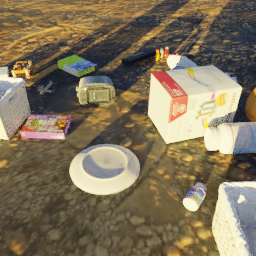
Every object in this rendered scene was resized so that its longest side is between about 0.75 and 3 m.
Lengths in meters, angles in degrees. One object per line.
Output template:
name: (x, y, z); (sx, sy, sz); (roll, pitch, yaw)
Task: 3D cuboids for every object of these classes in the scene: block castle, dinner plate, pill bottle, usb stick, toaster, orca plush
block castle: (-5.238, -2.862, 14.072); (0.878, 0.616, 1.314); (-8, 36, -4)
dinner plate: (-0.740, 1.183, 9.022); (2.265, 0.274, 2.265); (1, 38, -1)
pill bottle: (3.644, 0.342, 9.454); (1.917, 1.042, 1.042); (-2, 37, -1)
pill bottle: (1.908, 1.909, 7.891); (0.439, 0.439, 0.784); (22, 43, 27)
usb stick: (0.654, -4.002, 15.743); (2.335, 0.381, 0.647); (-28, 46, -32)
toaster: (-1.299, -1.639, 12.094); (1.824, 1.036, 1.178); (-6, 35, -10)
orca plush: (3.120, -2.863, 13.802); (2.602, 1.369, 0.925); (10, 4, 4)

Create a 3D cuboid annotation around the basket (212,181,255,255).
basket: (3.129, 2.474, 6.059); (2.170, 1.745, 2.151); (0, 37, -1)

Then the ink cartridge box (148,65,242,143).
ink cartridge box: (2.367, -0.949, 10.386); (2.689, 1.954, 1.945); (-11, 39, -14)

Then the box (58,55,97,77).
box: (-2.651, -3.251, 14.687); (1.889, 0.450, 1.152); (29, 46, 33)

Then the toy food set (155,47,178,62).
toy food set: (2.267, -4.116, 15.639); (1.525, 0.686, 0.728); (2, 37, 2)

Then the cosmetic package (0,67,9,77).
cosmetic package: (-6.664, -2.670, 14.030); (1.255, 0.324, 0.946); (-10, 37, -14)

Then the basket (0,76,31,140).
basket: (-5.077, -0.817, 10.501); (2.026, 1.630, 2.008); (8, 38, 9)

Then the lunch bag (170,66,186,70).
lunch bag: (2.432, -2.186, 12.740); (0.988, 0.466, 1.233); (0, 72, -43)

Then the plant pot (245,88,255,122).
plant pot: (5.504, -0.583, 9.826); (2.441, 2.441, 2.235); (-13, 24, -17)

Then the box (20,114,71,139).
box: (-3.070, -0.067, 10.591); (1.618, 0.316, 1.107); (2, 37, 3)

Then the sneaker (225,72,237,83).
sneaker: (4.718, -2.228, 13.402); (0.633, 0.496, 1.274); (-14, 30, -7)

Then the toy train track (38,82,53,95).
toy train track: (-3.842, -1.933, 13.178); (0.658, 0.187, 1.148); (8, 37, 10)
